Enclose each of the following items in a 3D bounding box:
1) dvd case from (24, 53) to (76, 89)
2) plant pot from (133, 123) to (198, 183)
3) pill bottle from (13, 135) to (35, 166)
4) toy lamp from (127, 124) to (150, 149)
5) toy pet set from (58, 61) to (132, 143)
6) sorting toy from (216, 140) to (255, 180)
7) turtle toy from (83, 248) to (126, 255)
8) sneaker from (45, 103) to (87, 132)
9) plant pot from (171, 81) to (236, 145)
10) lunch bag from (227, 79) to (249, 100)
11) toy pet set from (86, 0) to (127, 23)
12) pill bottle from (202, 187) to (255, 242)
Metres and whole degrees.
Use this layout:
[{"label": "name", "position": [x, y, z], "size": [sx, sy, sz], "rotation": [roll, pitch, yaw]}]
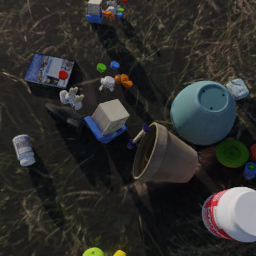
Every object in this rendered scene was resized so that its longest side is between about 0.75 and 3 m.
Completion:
[{"label": "dvd case", "position": [-3.295, -2.453, 11.936], "size": [1.907, 0.167, 1.360], "rotation": [12, 71, 4]}, {"label": "plant pot", "position": [1.386, 1.091, 9.937], "size": [1.814, 2.091, 2.091], "rotation": [21, 72, -9]}, {"label": "pill bottle", "position": [-3.922, 0.857, 10.593], "size": [0.607, 0.607, 1.066], "rotation": [-21, 73, -7]}, {"label": "toy lamp", "position": [0.365, 0.359, 10.500], "size": [0.365, 1.253, 0.365], "rotation": [23, 40, -21]}, {"label": "toy pet set", "position": [-1.101, -0.940, 10.934], "size": [2.914, 1.547, 2.721], "rotation": [-21, 69, -41]}, {"label": "sorting toy", "position": [4.430, 1.230, 10.411], "size": [2.285, 0.938, 1.373], "rotation": [-1, 54, 12]}, {"label": "turtle toy", "position": [-0.565, 4.821, 8.972], "size": [2.296, 1.161, 1.673], "rotation": [42, 76, 13]}, {"label": "sneaker", "position": [-2.437, -0.536, 11.118], "size": [1.778, 0.675, 0.807], "rotation": [30, 64, 3]}, {"label": "plant pot", "position": [2.984, -0.787, 10.580], "size": [2.510, 1.690, 2.510], "rotation": [0, 71, 0]}, {"label": "lunch bag", "position": [4.542, -1.625, 11.571], "size": [0.682, 0.328, 0.850], "rotation": [-20, 73, -7]}, {"label": "toy pet set", "position": [-0.978, -4.986, 12.345], "size": [1.683, 0.957, 1.802], "rotation": [9, 45, 3]}, {"label": "pill bottle", "position": [3.423, 2.713, 8.810], "size": [1.571, 2.798, 1.571], "rotation": [0, 72, 0]}]
